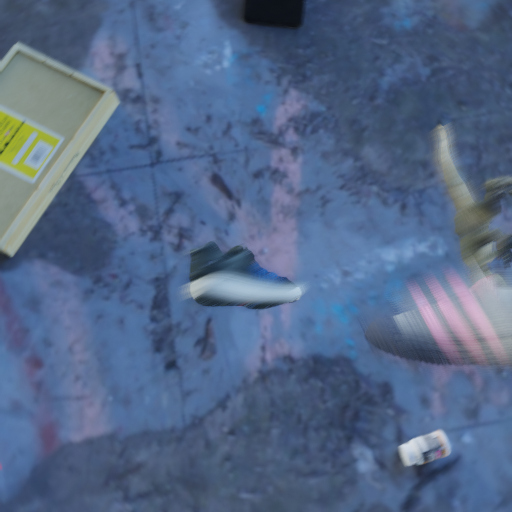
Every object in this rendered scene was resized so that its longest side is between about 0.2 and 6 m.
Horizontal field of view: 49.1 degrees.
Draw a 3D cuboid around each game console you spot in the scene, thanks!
[{"bbox_3d":[0.430,-5.679,12.330,1.333,0.776,1.172,7,44,2],"label":"game console"}]

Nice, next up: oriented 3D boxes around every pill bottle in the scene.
[{"bbox_3d":[2.863,3.291,9.525,0.730,0.425,0.425,-17,74,-4],"label":"pill bottle"}]

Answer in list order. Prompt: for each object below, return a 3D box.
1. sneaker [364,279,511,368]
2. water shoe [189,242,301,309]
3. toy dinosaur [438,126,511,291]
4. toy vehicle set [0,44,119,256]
[{"bbox_3d":[2.417,0.753,6.601,2.289,0.803,0.939,-5,53,36],"label":"sneaker"},{"bbox_3d":[-0.059,0.229,6.885,0.674,1.886,0.744,-17,74,32],"label":"water shoe"},{"bbox_3d":[3.347,-0.551,8.295,0.704,1.307,2.966,-20,97,-11],"label":"toy dinosaur"},{"bbox_3d":[-4.786,-2.176,11.088,2.377,0.507,3.826,28,76,8],"label":"toy vehicle set"}]
